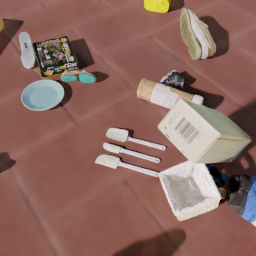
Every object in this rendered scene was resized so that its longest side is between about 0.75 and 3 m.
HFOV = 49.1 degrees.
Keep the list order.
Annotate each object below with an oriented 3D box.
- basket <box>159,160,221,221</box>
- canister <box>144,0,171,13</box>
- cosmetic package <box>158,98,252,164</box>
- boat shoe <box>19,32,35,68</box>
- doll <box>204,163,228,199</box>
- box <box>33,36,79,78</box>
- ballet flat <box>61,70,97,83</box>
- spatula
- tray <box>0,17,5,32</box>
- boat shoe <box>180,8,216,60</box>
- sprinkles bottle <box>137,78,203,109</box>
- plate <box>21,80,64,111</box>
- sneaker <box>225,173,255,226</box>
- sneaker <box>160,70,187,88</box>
[{"bbox_3d":[1.553,1.598,7.124,1.197,0.963,1.187,-21,56,1],"label":"basket"},{"bbox_3d":[1.504,-6.237,13.275,1.179,0.687,1.587,13,53,9],"label":"canister"},{"bbox_3d":[2.124,0.150,7.396,2.648,0.968,1.371,5,37,-53],"label":"cosmetic package"},{"bbox_3d":[-3.882,-2.949,10.966,0.521,0.668,1.471,-10,81,-7],"label":"boat shoe"},{"bbox_3d":[2.233,1.328,7.822,1.032,0.367,1.513,-26,55,-5],"label":"doll"},{"bbox_3d":[-2.818,-2.786,10.855,1.417,0.438,1.775,-16,55,-14],"label":"box"},{"bbox_3d":[-1.775,-1.924,10.225,1.307,0.445,0.439,4,45,2],"label":"ballet flat"},{"bbox_3d":[0.127,0.720,8.419,1.910,0.153,1.328,14,54,10],"label":"spatula"},{"bbox_3d":[-6.370,-3.547,11.365,1.441,0.541,2.921,9,55,6],"label":"tray"},{"bbox_3d":[2.789,-3.823,11.366,0.885,0.967,2.587,-7,64,-7],"label":"boat shoe"},{"bbox_3d":[1.383,-1.008,9.337,2.122,0.724,0.724,21,56,15],"label":"sprinkles bottle"},{"bbox_3d":[-2.949,-1.120,9.765,1.461,0.187,1.461,-1,54,1],"label":"plate"},{"bbox_3d":[3.410,1.414,7.464,1.215,0.838,2.184,33,64,16],"label":"sneaker"},{"bbox_3d":[1.610,-1.605,9.958,0.660,0.438,1.161,33,57,24],"label":"sneaker"}]
